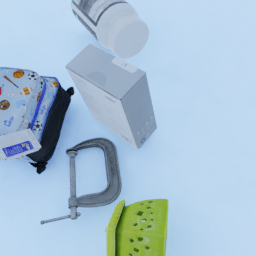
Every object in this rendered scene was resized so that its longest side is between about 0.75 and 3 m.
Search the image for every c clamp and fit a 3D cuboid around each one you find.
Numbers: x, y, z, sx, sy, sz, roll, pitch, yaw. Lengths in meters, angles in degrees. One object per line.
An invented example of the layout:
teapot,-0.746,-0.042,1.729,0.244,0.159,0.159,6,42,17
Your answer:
c clamp,-1.186,1.248,7.383,2.029,0.322,2.375,-6,53,3

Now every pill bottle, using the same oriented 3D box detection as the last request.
pill bottle,-0.607,-3.512,9.027,1.522,1.522,2.692,-30,60,-14

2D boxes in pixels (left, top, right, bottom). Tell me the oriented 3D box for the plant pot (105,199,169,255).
plant pot,0.224,2.445,6.206,1.271,1.401,1.394,4,107,9

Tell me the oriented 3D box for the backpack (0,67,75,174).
backpack,-3.164,-0.409,7.604,2.563,2.073,2.691,7,65,18

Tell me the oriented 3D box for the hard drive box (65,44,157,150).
hard drive box,-0.326,-0.728,7.292,1.854,2.379,0.914,34,72,27

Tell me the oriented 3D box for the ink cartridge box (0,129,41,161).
ink cartridge box,-2.325,0.354,5.720,0.500,0.196,1.057,56,30,8
